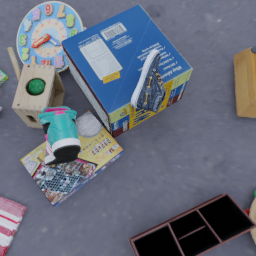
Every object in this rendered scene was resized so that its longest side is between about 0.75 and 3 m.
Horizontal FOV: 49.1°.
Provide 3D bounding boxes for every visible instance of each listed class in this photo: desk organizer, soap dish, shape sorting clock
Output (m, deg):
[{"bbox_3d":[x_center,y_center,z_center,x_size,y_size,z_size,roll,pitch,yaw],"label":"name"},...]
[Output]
[{"bbox_3d":[1.449,2.473,6.554,2.749,1.058,0.986,-23,70,-9],"label":"desk organizer"},{"bbox_3d":[4.478,-1.275,8.032,2.632,1.069,2.071,4,69,3],"label":"soap dish"},{"bbox_3d":[-2.405,-2.733,8.497,2.274,0.446,2.274,0,91,15],"label":"shape sorting clock"}]

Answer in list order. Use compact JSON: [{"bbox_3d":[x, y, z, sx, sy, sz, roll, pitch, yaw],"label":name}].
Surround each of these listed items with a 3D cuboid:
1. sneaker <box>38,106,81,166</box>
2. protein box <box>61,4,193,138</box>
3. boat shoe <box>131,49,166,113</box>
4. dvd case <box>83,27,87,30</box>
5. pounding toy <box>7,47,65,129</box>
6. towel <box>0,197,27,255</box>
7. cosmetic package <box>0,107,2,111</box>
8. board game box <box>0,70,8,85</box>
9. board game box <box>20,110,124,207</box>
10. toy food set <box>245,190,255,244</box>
[{"bbox_3d":[-1.629,0.135,6.476,0.850,2.034,1.228,-5,73,-25],"label":"sneaker"},{"bbox_3d":[-0.064,-1.550,7.804,2.468,1.677,2.486,-30,71,-11],"label":"protein box"},{"bbox_3d":[0.611,-1.033,6.277,0.640,0.499,1.410,19,86,18],"label":"boat shoe"},{"bbox_3d":[-1.910,-2.825,9.162,0.901,0.111,1.262,7,69,3],"label":"dvd case"},{"bbox_3d":[-2.541,-1.014,7.590,1.204,1.694,1.559,5,69,2],"label":"pounding toy"},{"bbox_3d":[-3.394,2.547,7.006,1.147,0.181,1.592,18,70,8],"label":"towel"},{"bbox_3d":[-5.073,-0.966,7.992,2.858,0.724,1.179,36,90,13],"label":"cosmetic package"},{"bbox_3d":[-4.381,-1.394,8.562,0.798,0.173,1.186,38,73,13],"label":"board game box"},{"bbox_3d":[-1.484,0.775,7.578,2.297,0.398,1.556,-37,73,-14],"label":"board game box"},{"bbox_3d":[3.948,2.387,6.883,2.102,0.517,2.124,-14,69,-6],"label":"toy food set"}]
